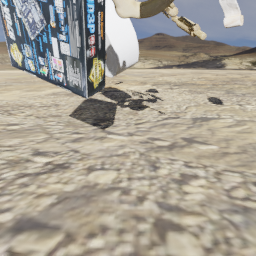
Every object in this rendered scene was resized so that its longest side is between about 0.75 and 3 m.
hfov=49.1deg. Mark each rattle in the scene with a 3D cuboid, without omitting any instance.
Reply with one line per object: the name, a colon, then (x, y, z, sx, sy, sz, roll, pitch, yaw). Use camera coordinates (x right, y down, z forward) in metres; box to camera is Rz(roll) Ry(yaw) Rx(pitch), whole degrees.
rattle: (0.466, -2.576, 4.440, 1.867, 1.215, 1.334, -27, 34, 0)

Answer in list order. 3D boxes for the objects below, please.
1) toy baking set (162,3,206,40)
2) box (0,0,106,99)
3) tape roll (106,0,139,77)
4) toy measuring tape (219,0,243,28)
toy baking set: (0.955, -3.006, 6.793, 1.882, 0.285, 2.453, 33, 18, -35)
box: (-1.116, -1.652, 3.939, 1.707, 2.148, 0.494, 24, 43, 24)
tape roll: (-0.735, -2.980, 9.174, 0.888, 2.539, 2.539, -34, 26, -16)
toy measuring tape: (0.770, -1.790, 3.015, 0.761, 2.069, 0.761, -23, 40, 21)
